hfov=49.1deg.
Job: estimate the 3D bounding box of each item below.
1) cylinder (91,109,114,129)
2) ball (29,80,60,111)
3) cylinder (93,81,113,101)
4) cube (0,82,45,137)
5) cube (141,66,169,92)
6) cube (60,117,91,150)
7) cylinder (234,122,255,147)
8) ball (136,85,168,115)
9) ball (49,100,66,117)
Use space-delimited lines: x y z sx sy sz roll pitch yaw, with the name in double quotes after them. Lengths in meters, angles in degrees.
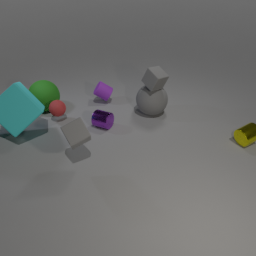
-1.027 -0.351 11.455 0.700 0.700 0.700 14 33 22 "cylinder"
-3.784 -1.455 12.620 1.400 1.400 1.400 0 30 0 "ball"
-1.180 -1.757 13.322 0.700 0.700 0.700 28 25 -19 "cylinder"
-4.136 -0.734 10.473 1.400 1.400 1.400 -43 18 -3 "cube"
1.116 -2.028 11.497 0.700 0.700 0.700 -19 60 -40 "cube"
-1.647 0.184 8.930 0.700 0.700 0.700 -29 82 -12 "cube"
4.407 0.244 10.322 0.700 0.700 0.700 -25 37 -15 "cylinder"
1.051 -1.255 12.322 1.400 1.400 1.400 0 30 0 "ball"
-2.964 -0.829 11.778 0.700 0.700 0.700 0 30 0 "ball"
